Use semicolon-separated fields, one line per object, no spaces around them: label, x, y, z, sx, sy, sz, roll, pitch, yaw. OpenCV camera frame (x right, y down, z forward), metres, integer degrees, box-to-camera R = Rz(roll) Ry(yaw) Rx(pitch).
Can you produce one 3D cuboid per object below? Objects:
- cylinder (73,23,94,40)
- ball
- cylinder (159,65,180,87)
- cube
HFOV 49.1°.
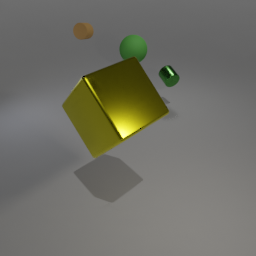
cylinder;-1.983;-4.322;12.486;0.700;0.700;0.700;9;22;14
ball;0.268;-3.926;13.993;1.400;1.400;1.400;0;31;0
cylinder;1.816;-2.291;12.401;0.700;0.700;0.700;-14;54;-21
cube;-0.295;-0.410;5.935;1.400;1.400;1.400;-30;-2;-35
